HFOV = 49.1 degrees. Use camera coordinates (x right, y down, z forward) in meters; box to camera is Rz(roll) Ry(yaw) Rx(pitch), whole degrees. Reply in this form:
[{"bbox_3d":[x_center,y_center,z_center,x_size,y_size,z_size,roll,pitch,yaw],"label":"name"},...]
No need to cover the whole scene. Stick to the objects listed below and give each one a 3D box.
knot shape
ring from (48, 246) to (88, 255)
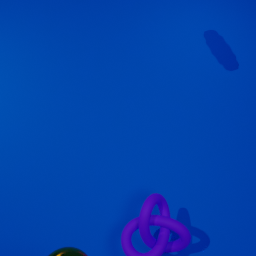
[{"bbox_3d":[0.619,2.215,6.339,1.549,0.716,1.449,-2,88,-13],"label":"knot shape"},{"bbox_3d":[-1.001,2.727,4.570,0.293,1.463,1.463,-18,70,30],"label":"ring"}]
